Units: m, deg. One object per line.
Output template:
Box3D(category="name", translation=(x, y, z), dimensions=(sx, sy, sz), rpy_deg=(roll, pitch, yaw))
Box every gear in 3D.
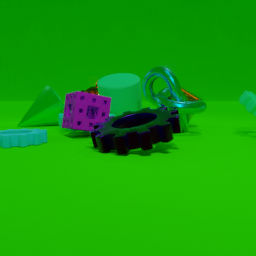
Box3D(category="gear", translation=(-2.261, 0.191, 5.674), dimensions=(1.200, 0.222, 1.200), rpy_deg=(-1, 6, 0))
Box3D(category="gear", translation=(0.141, -0.003, 5.074), dimensions=(1.610, 0.298, 1.610), rpy_deg=(-12, 17, 4))
Box3D(category="gear", translation=(3.301, -0.384, 6.702), dimensions=(1.345, 0.249, 1.345), rpy_deg=(25, 28, -15))
Box3D(category="gear", translation=(-1.131, -0.208, 8.053), dimensions=(1.656, 0.306, 1.656), rpy_deg=(3, 12, -1))

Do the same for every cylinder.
Box3D(category="cylinder", translation=(-0.243, -0.929, 9.142), dimensions=(1.361, 1.361, 1.361), rpy_deg=(-4, 29, 2))

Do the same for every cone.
Box3D(category="cone", translation=(-2.931, -0.401, 9.079), dimensions=(1.465, 1.459, 1.459), rpy_deg=(-33, 22, -26))

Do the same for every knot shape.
Box3D(category="knot shape", translation=(1.231, -0.669, 7.170), dimensions=(1.903, 0.879, 1.781), rpy_deg=(44, 3, -21))

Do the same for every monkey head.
Box3D(category="monkey head", translation=(-1.322, -0.905, 10.704), dimensions=(1.088, 1.806, 1.300), rpy_deg=(-8, -25, 17))

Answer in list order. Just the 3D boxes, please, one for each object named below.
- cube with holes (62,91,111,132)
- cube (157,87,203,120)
Box3D(category="cube with holes", translation=(-1.004, -0.355, 6.690), dimensions=(0.841, 0.841, 0.841), rpy_deg=(8, -3, -30))
Box3D(category="cube", translation=(1.670, -0.744, 9.010), dimensions=(0.991, 0.991, 0.991), rpy_deg=(34, 16, 16))
